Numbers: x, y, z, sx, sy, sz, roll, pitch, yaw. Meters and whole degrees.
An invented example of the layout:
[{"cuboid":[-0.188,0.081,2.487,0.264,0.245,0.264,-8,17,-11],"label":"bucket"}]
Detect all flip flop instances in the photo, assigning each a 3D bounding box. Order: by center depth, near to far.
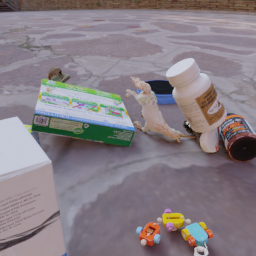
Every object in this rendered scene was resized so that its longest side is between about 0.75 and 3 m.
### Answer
[{"cuboid":[-2.820,-2.081,10.927,0.769,0.546,1.896,-39,38,-5],"label":"flip flop"}]

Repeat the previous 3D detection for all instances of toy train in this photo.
[{"cuboid":[0.903,2.102,5.380,1.362,0.379,1.023,11,32,26],"label":"toy train"}]

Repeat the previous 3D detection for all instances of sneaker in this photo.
[{"cuboid":[2.254,0.049,8.795,1.068,1.005,2.608,-8,18,22],"label":"sneaker"}]

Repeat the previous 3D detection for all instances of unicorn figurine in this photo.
[{"cuboid":[0.793,-0.419,8.951,0.911,2.466,1.694,-45,31,-15],"label":"unicorn figurine"}]

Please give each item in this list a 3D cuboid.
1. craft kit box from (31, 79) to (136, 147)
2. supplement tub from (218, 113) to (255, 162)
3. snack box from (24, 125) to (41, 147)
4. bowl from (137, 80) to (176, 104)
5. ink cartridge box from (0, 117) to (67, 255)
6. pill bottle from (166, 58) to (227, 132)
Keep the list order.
[{"cuboid":[-1.484,-0.590,9.206,2.961,0.718,2.925,11,28,-16],"label":"craft kit box"},{"cuboid":[3.226,0.183,8.326,0.917,0.917,1.714,1,28,3],"label":"supplement tub"},{"cuboid":[-4.047,0.582,7.654,2.476,0.838,2.088,7,29,12],"label":"snack box"},{"cuboid":[1.414,-1.613,12.166,2.063,0.405,2.063,0,29,0],"label":"bowl"},{"cuboid":[-1.888,1.276,4.697,1.012,2.418,1.754,-18,33,-30],"label":"ink cartridge box"},{"cuboid":[1.793,-0.866,7.458,1.043,1.825,1.043,-29,25,15],"label":"pill bottle"}]
